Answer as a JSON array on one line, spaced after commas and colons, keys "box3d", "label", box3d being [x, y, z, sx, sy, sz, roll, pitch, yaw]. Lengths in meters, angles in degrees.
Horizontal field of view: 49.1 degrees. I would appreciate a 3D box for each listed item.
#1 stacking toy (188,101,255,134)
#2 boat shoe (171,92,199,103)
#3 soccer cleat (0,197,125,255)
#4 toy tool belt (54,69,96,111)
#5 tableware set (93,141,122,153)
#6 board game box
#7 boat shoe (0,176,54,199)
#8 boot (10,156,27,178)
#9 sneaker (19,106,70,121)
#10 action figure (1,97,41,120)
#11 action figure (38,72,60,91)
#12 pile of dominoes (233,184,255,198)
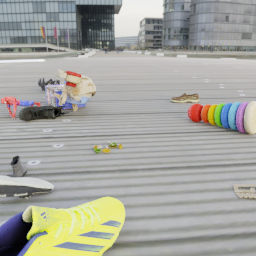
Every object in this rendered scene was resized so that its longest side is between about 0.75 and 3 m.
[{"box3d": [3.684, -0.501, 11.241, 2.872, 1.226, 1.226, 7, 18, 42], "label": "stacking toy"}, {"box3d": [3.175, -1.724, 15.588, 1.553, 0.574, 0.574, -1, 18, -3], "label": "boat shoe"}, {"box3d": [-1.089, 1.629, 4.348, 0.925, 1.197, 2.861, 17, 25, 42], "label": "soccer cleat"}, {"box3d": [-2.368, -1.524, 12.486, 1.761, 1.733, 2.820, 15, 5, -2], "label": "toy tool belt"}, {"box3d": [-0.661, 0.617, 9.110, 0.962, 0.148, 0.648, -4, 20, -16], "label": "tableware set"}, {"box3d": [-3.291, -1.671, 14.719, 1.599, 0.972, 2.006, -10, 20, -27], "label": "board game box"}, {"box3d": [-2.394, 1.369, 6.291, 1.429, 0.431, 0.528, 14, 2, -38], "label": "boat shoe"}, {"box3d": [-2.856, 0.976, 7.340, 0.309, 0.583, 0.885, -6, 19, -15], "label": "boot"}, {"box3d": [-3.651, -0.686, 12.345, 1.070, 0.616, 2.052, 7, 15, 32], "label": "sneaker"}, {"box3d": [-5.050, -0.869, 13.033, 0.715, 1.085, 2.193, 4, -4, 22], "label": "action figure"}, {"box3d": [-4.419, -3.044, 18.397, 2.755, 1.406, 1.637, 0, 7, 5], "label": "action figure"}, {"box3d": [2.903, 1.517, 6.566, 0.781, 0.124, 0.609, -3, 17, 16], "label": "pile of dominoes"}]
